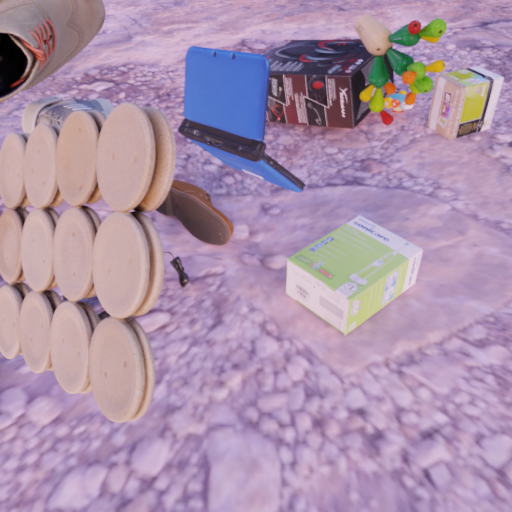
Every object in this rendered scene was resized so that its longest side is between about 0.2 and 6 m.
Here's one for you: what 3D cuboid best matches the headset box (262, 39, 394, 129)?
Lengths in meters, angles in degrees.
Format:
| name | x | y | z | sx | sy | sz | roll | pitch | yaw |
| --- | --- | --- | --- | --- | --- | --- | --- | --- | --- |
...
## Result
| name | x | y | z | sx | sy | sz | roll | pitch | yaw |
| --- | --- | --- | --- | --- | --- | --- | --- | --- | --- |
| headset box | 1.202 | -3.987 | 12.726 | 3.172 | 1.190 | 2.358 | 13 | 42 | 31 |

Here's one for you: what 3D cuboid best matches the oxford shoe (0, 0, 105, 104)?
| name | x | y | z | sx | sy | sz | roll | pitch | yaw |
| --- | --- | --- | --- | --- | --- | --- | --- | --- | --- |
| oxford shoe | -3.205 | -2.794 | 7.698 | 1.404 | 1.323 | 3.755 | 16 | 48 | 28 |

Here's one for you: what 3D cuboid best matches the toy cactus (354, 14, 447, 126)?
| name | x | y | z | sx | sy | sz | roll | pitch | yaw |
| --- | --- | --- | --- | --- | --- | --- | --- | --- | --- |
| toy cactus | 2.006 | -2.948 | 8.430 | 0.952 | 1.862 | 1.537 | -35 | 80 | -21 |

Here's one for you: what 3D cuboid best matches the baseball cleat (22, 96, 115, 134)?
| name | x | y | z | sx | sy | sz | roll | pitch | yaw |
| --- | --- | --- | --- | --- | --- | --- | --- | --- | --- |
| baseball cleat | -2.622 | -1.689 | 7.875 | 1.421 | 0.931 | 2.671 | 0 | 19 | -10 |

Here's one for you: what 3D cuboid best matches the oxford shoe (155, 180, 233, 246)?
| name | x | y | z | sx | sy | sz | roll | pitch | yaw |
| --- | --- | --- | --- | --- | --- | --- | --- | --- | --- |
| oxford shoe | -1.005 | -0.869 | 9.611 | 0.758 | 0.758 | 2.126 | -25 | 44 | -34 |

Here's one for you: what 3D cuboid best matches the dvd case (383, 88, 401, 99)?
| name | x | y | z | sx | sy | sz | roll | pitch | yaw |
| --- | --- | --- | --- | --- | --- | --- | --- | --- | --- |
| dvd case | 2.575 | -4.098 | 13.987 | 1.657 | 0.205 | 1.245 | -22 | 44 | -24 |

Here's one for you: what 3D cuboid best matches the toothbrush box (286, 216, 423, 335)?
| name | x | y | z | sx | sy | sz | roll | pitch | yaw |
| --- | --- | --- | --- | --- | --- | --- | --- | --- | --- |
| toothbrush box | 1.429 | 0.229 | 8.245 | 1.657 | 0.713 | 1.207 | -31 | 48 | -31 |

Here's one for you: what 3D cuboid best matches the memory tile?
| name | x | y | z | sx | sy | sz | roll | pitch | yaw |
| --- | --- | --- | --- | --- | --- | --- | --- | --- | --- |
| memory tile | -1.126 | -0.024 | 3.293 | 0.173 | 1.584 | 2.066 | -1 | 5 | -41 |

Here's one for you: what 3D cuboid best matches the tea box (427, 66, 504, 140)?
| name | x | y | z | sx | sy | sz | roll | pitch | yaw |
| --- | --- | --- | --- | --- | --- | --- | --- | --- | --- |
| tea box | 4.542 | -3.348 | 12.253 | 1.194 | 1.214 | 0.811 | -18 | 42 | -21 |

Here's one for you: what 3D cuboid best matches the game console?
| name | x | y | z | sx | sy | sz | roll | pitch | yaw |
| --- | --- | --- | --- | --- | --- | --- | --- | --- | --- |
| game console | -0.143 | -1.725 | 7.094 | 1.760 | 1.502 | 1.041 | 30 | 91 | 47 |

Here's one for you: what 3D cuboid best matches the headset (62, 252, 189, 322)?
| name | x | y | z | sx | sy | sz | roll | pitch | yaw |
| --- | --- | --- | --- | --- | --- | --- | --- | --- | --- |
| headset | -1.887 | 0.484 | 8.176 | 1.772 | 0.833 | 1.094 | -25 | 45 | -6 |

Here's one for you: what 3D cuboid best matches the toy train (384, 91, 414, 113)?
| name | x | y | z | sx | sy | sz | roll | pitch | yaw |
| --- | --- | --- | --- | --- | --- | --- | --- | --- | --- |
| toy train | 2.793 | -3.364 | 12.838 | 1.639 | 0.456 | 1.231 | 2 | 38 | 18 |
